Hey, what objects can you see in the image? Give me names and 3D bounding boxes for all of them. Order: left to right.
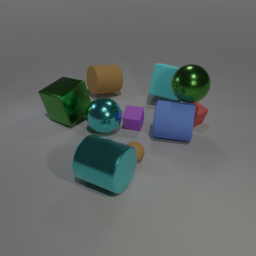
[{"bbox_3d":[-2.558,-1.140,11.673,1.400,1.400,1.400,17,45,36],"label":"cube"},{"bbox_3d":[-0.931,-0.492,10.899,1.400,1.400,1.400,0,30,0],"label":"ball"},{"bbox_3d":[-1.177,-2.439,14.009,1.400,1.400,1.400,-9,30,-30],"label":"cylinder"},{"bbox_3d":[-0.656,1.030,8.203,1.400,1.400,1.400,16,33,25],"label":"cylinder"},{"bbox_3d":[0.230,-0.400,11.226,0.700,0.700,0.700,9,54,12],"label":"cube"},{"bbox_3d":[0.209,0.795,9.343,0.700,0.700,0.700,0,30,0],"label":"ball"},{"bbox_3d":[1.930,-2.168,13.084,1.400,1.400,1.400,17,17,16],"label":"cube"},{"bbox_3d":[1.735,-0.270,10.494,1.400,1.400,1.400,7,30,12],"label":"cylinder"},{"bbox_3d":[2.280,-1.608,10.191,1.400,1.400,1.400,0,30,0],"label":"ball"},{"bbox_3d":[2.753,-0.575,11.594,0.700,0.700,0.700,-25,55,-36],"label":"cube"}]
